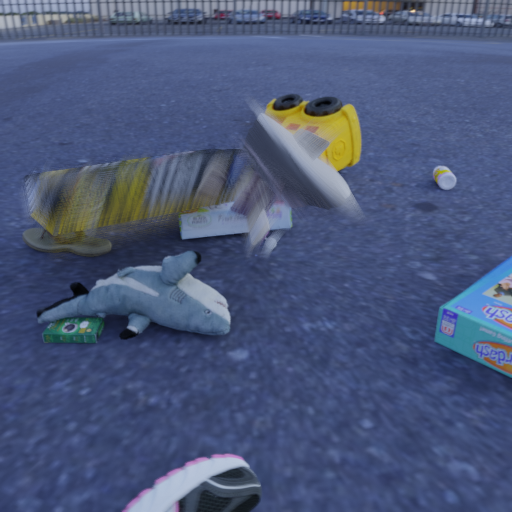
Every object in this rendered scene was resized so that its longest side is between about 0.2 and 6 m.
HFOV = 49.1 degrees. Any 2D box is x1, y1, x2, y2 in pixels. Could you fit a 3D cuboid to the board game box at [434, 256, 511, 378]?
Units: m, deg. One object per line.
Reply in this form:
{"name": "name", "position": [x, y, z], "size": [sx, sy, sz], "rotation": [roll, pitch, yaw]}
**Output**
{"name": "board game box", "position": [4.420, 0.882, 8.255], "size": [2.959, 0.666, 2.250], "rotation": [-23, 35, -37]}

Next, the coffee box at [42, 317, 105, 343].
{"name": "coffee box", "position": [-2.715, 1.106, 8.365], "size": [0.790, 0.174, 0.486], "rotation": [0, 26, 0]}

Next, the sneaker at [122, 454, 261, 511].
{"name": "sneaker", "position": [-0.895, 2.781, 4.481], "size": [2.704, 1.086, 1.167], "rotation": [-27, 55, -36]}

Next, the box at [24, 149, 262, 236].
{"name": "box", "position": [-2.094, -1.303, 10.229], "size": [3.731, 0.921, 2.980], "rotation": [-14, 13, -25]}

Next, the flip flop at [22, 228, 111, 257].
{"name": "flip flop", "position": [-3.670, -0.376, 10.880], "size": [1.815, 0.523, 0.736], "rotation": [9, 28, 17]}

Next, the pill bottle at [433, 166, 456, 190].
{"name": "pill bottle", "position": [4.728, -1.996, 14.150], "size": [0.432, 0.432, 0.828], "rotation": [1, 26, 2]}

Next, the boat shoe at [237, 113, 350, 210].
{"name": "boat shoe", "position": [0.374, -1.023, 6.960], "size": [0.906, 0.773, 2.711], "rotation": [28, 17, -25]}

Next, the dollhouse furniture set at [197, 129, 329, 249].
{"name": "dollhouse furniture set", "position": [0.208, -1.071, 8.509], "size": [1.444, 1.823, 1.294], "rotation": [18, 42, -32]}

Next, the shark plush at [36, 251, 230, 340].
{"name": "shark plush", "position": [-1.811, 0.696, 8.325], "size": [2.789, 1.267, 1.162], "rotation": [2, 57, -15]}

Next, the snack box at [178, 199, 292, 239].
{"name": "snack box", "position": [-0.526, -1.018, 11.942], "size": [2.284, 0.605, 1.624], "rotation": [-7, 24, -7]}

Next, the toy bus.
{"name": "toy bus", "position": [0.949, -2.816, 14.605], "size": [2.750, 1.866, 2.640], "rotation": [19, 48, 36]}
